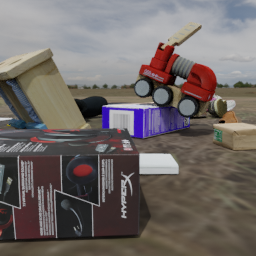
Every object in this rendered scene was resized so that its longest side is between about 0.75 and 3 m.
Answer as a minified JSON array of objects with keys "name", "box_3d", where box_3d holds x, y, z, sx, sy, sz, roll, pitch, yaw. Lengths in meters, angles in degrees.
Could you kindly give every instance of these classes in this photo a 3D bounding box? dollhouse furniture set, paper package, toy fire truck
[{"name":"dollhouse furniture set","box_3d":[-2.493,-0.052,5.322,1.815,1.825,2.590,8,40,47]},{"name":"paper package","box_3d":[2.497,0.178,6.296,0.880,0.478,0.923,-2,9,-12]},{"name":"toy fire truck","box_3d":[1.582,-1.741,7.813,2.099,2.385,1.534,27,20,21]}]

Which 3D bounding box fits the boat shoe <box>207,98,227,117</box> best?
[{"name":"boat shoe","box_3d":[4.156,-0.919,13.221,0.804,0.874,2.446,-7,3,28]}]

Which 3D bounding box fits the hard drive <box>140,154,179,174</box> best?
[{"name":"hard drive","box_3d":[0.135,0.578,4.572,1.231,0.162,0.812,0,8,-1]}]

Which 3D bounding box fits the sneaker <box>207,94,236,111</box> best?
[{"name":"sneaker","box_3d":[4.709,-1.528,15.789,2.812,1.241,1.144,-1,8,-7]}]

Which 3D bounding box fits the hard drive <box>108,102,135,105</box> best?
[{"name":"hard drive","box_3d":[-0.513,-1.064,14.948,2.608,0.552,1.759,-6,10,-38]}]

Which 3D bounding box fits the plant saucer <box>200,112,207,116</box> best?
[{"name":"plant saucer","box_3d":[2.253,-0.842,13.314,2.964,0.475,2.964,2,5,0]}]

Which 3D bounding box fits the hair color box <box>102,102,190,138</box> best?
[{"name":"hair color box","box_3d":[0.651,-0.327,8.565,1.478,0.876,2.704,6,9,37]}]

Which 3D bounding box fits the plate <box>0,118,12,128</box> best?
[{"name":"plate","box_3d":[-5.066,0.005,7.747,2.602,0.421,2.607,1,8,14]}]

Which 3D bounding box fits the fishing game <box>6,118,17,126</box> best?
[{"name":"fishing game","box_3d":[-3.779,-0.262,10.248,1.342,0.291,1.873,3,8,6]}]

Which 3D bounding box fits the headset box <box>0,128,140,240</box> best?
[{"name":"headset box","box_3d":[-0.970,0.476,3.016,2.066,0.775,1.536,0,8,-3]}]

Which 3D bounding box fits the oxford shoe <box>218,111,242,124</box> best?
[{"name":"oxford shoe","box_3d":[3.132,-0.210,8.861,0.584,0.584,1.639,-3,9,11]}]

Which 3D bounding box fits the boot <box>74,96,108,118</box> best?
[{"name":"boot","box_3d":[-1.854,-0.815,11.643,2.427,0.927,2.039,-9,7,-15]}]
